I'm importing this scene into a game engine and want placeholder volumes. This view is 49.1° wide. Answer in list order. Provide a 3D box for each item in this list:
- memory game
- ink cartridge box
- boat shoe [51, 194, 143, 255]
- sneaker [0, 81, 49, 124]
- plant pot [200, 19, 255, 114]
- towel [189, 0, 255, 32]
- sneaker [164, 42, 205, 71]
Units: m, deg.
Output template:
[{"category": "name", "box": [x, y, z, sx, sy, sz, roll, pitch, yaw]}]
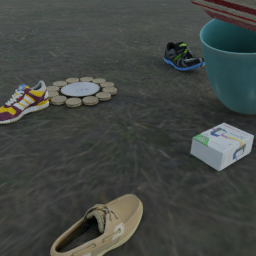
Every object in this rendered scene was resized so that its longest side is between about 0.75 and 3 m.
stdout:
[{"category": "memory game", "box": [-1.627, -1.268, 9.528, 2.472, 0.157, 2.472, -1, 30, 0]}, {"category": "ink cartridge box", "box": [2.108, 0.383, 6.284, 1.134, 0.496, 0.824, -19, 34, -32]}, {"category": "boat shoe", "box": [-0.376, 1.491, 4.251, 0.635, 0.575, 1.783, 21, 36, 32]}, {"category": "sneaker", "box": [-3.121, -0.786, 7.982, 0.697, 0.838, 1.859, 19, 35, 30]}, {"category": "plant pot", "box": [3.553, -1.782, 7.924, 2.820, 2.263, 2.820, -10, 40, 9]}, {"category": "towel", "box": [1.136, -1.666, 3.332, 2.614, 0.297, 1.883, 5, 26, -47]}, {"category": "sneaker", "box": [2.279, -3.062, 11.804, 0.866, 1.012, 2.442, -15, 33, -21]}]
